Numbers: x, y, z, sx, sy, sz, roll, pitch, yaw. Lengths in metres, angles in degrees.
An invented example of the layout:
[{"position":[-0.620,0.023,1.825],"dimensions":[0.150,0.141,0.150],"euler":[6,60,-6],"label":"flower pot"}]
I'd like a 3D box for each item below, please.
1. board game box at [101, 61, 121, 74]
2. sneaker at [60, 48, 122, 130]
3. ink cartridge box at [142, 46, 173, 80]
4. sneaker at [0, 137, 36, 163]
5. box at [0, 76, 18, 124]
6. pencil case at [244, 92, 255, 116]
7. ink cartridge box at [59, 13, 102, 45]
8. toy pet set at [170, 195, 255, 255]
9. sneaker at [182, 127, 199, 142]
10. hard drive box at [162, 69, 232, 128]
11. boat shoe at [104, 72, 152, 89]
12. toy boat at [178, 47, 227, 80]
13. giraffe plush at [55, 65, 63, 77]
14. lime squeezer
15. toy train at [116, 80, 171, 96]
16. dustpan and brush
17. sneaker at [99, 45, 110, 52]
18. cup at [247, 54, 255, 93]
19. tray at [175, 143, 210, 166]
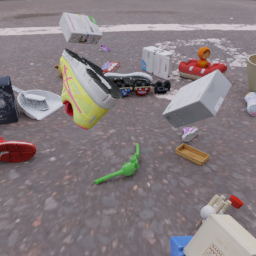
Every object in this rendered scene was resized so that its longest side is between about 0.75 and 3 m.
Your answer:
[{"position":[-1.063,-3.412,15.800],"dimensions":[0.835,0.158,1.623],"euler":[10,33,14],"label":"board game box"},{"position":[-1.119,-0.901,6.254],"dimensions":[1.036,1.197,2.650],"euler":[23,19,-32],"label":"sneaker"},{"position":[1.670,-3.461,14.866],"dimensions":[0.706,1.225,2.115],"euler":[-19,37,-31],"label":"ink cartridge box"},{"position":[-3.914,0.497,8.925],"dimensions":[2.031,0.796,1.173],"euler":[-3,33,-7],"label":"sneaker"},{"position":[-5.105,-0.990,10.525],"dimensions":[1.571,1.598,0.938],"euler":[-11,33,-16],"label":"box"},{"position":[5.176,-1.013,11.564],"dimensions":[0.577,0.528,1.271],"euler":[16,35,6],"label":"pencil case"},{"position":[-1.961,-4.089,11.594],"dimensions":[1.475,0.619,1.068],"euler":[-11,68,-40],"label":"ink cartridge box"},{"position":[2.186,2.704,5.331],"dimensions":[2.651,1.508,2.839],"euler":[19,17,-44],"label":"toy pet set"},{"position":[2.046,0.217,9.856],"dimensions":[0.500,0.318,0.877],"euler":[20,29,39],"label":"sneaker"},{"position":[1.898,-0.774,7.884],"dimensions":[1.253,0.617,1.608],"euler":[-54,15,-26],"label":"hard drive box"},{"position":[-0.064,-2.125,13.245],"dimensions":[2.404,0.825,0.681],"euler":[2,50,8],"label":"boat shoe"},{"position":[3.841,-3.334,14.303],"dimensions":[2.425,1.585,1.582],"euler":[20,37,29],"label":"toy boat"},{"position":[-3.219,-3.077,14.606],"dimensions":[1.047,1.114,1.291],"euler":[-16,39,13],"label":"giraffe plush"},{"position":[0.009,1.097,8.448],"dimensions":[0.786,0.420,2.225],"euler":[-14,18,43],"label":"lime squeezer"},{"position":[0.626,-1.793,12.780],"dimensions":[2.758,0.632,0.470],"euler":[-3,1,-9],"label":"toy train"},{"position":[-4.174,-1.276,11.798],"dimensions":[2.565,0.734,1.790],"euler":[15,35,23],"label":"dustpan and brush"},{"position":[-1.548,-5.325,18.676],"dimensions":[0.844,0.373,0.339],"euler":[20,36,27],"label":"sneaker"},{"position":[6.251,-2.050,12.109],"dimensions":[2.409,1.723,2.409],"euler":[0,31,0],"label":"cup"},{"position":[2.042,0.837,8.936],"dimensions":[0.970,0.180,0.478],"euler":[25,40,36],"label":"tray"}]
